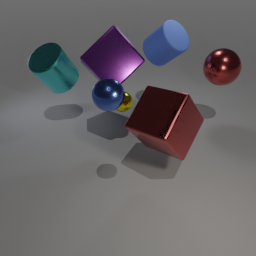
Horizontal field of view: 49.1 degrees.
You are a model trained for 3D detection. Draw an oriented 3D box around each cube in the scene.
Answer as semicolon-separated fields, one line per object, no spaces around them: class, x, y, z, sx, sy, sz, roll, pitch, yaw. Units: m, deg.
cube;-0.530;-2.130;8.903;1.400;1.400;1.400;-44;12;0
cube;1.050;-0.146;7.876;1.400;1.400;1.400;20;75;39

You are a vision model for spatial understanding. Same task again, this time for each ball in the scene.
ball;3.588;-2.324;10.706;1.400;1.400;1.400;0;30;0
ball;-0.417;-0.704;5.923;0.700;0.700;0.700;0;30;0
ball;-0.177;-0.904;9.624;0.700;0.700;0.700;0;30;0

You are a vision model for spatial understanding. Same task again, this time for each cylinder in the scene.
cylinder;1.563;-3.500;11.660;1.400;1.400;1.400;-26;1;-37
cylinder;-2.795;-2.255;10.668;1.400;1.400;1.400;-9;61;17
